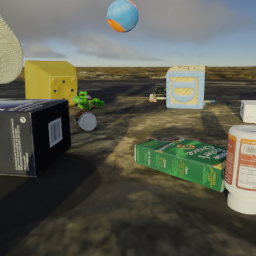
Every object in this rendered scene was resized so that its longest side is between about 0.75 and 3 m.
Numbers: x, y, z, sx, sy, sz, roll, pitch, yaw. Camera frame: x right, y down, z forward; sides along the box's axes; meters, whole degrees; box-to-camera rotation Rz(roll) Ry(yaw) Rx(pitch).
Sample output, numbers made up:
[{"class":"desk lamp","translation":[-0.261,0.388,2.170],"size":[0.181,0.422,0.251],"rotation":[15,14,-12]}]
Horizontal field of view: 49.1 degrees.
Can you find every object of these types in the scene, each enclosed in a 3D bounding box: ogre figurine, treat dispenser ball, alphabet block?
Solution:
[{"class":"ogre figurine","translation":[-1.752,-1.162,12.057],"size":[0.893,0.730,1.489],"rotation":[21,33,28]},{"class":"treat dispenser ball","translation":[-0.213,-4.732,11.832],"size":[1.332,1.332,1.332],"rotation":[0,12,0]},{"class":"alphabet block","translation":[2.602,-1.876,12.552],"size":[1.639,1.648,1.678],"rotation":[5,23,15]}]

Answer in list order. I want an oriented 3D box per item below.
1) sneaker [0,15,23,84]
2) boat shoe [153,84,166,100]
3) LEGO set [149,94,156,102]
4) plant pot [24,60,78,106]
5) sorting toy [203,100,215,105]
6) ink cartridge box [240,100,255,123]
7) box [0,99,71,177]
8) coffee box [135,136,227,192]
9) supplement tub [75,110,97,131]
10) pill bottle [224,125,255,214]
[{"class":"sneaker","translation":[-2.764,-1.981,5.149],"size":[0.890,2.318,1.289],"rotation":[-33,55,-15]},{"class":"boat shoe","translation":[1.891,-2.132,16.157],"size":[0.966,0.857,2.585],"rotation":[3,13,15]},{"class":"LEGO set","translation":[1.375,-1.544,14.672],"size":[0.332,0.410,0.891],"rotation":[13,9,17]},{"class":"plant pot","translation":[-3.244,-1.849,12.430],"size":[2.062,2.048,2.109],"rotation":[-8,21,-33]},{"class":"sorting toy","translation":[3.486,-1.231,13.605],"size":[1.453,0.198,0.818],"rotation":[-2,8,-11]},{"class":"ink cartridge box","translation":[4.442,-0.574,9.539],"size":[1.037,0.599,1.425],"rotation":[4,13,17]},{"class":"box","translation":[-2.274,0.066,5.340],"size":[1.844,1.146,1.859],"rotation":[0,12,6]},{"class":"coffee box","translation":[1.115,0.529,4.912],"size":[1.094,0.391,1.780],"rotation":[-11,16,-41]},{"class":"supplement tub","translation":[-1.255,-0.231,8.175],"size":[0.512,0.512,0.836],"rotation":[-5,13,-23]},{"class":"pill bottle","translation":[1.520,0.509,3.510],"size":[0.576,1.026,0.576],"rotation":[1,13,0]}]
